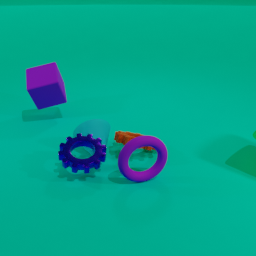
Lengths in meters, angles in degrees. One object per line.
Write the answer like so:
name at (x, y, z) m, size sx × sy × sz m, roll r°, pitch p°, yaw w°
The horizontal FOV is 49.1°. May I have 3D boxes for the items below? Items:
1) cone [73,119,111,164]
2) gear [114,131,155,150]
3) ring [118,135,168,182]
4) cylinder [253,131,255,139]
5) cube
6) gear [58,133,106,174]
cone at (-0.786, 0.478, 7.053) m, size 1.010 × 1.010 × 1.013 m, roll -9°, pitch 54°, yaw -18°
gear at (0.245, 0.313, 7.126) m, size 1.169 × 0.216 × 1.169 m, roll 11°, pitch 6°, yaw -1°
ring at (0.321, 0.666, 5.955) m, size 1.112 × 1.112 × 0.222 m, roll -8°, pitch 27°, yaw -15°
cylinder at (3.707, 0.209, 6.045) m, size 1.361 × 1.361 × 1.361 m, roll -23°, pitch 65°, yaw -38°
cube at (-2.523, -1.302, 8.695) m, size 0.946 × 0.946 × 0.946 m, roll -15°, pitch 54°, yaw -3°
gear at (-1.016, 0.547, 6.283) m, size 1.054 × 0.195 × 1.054 m, roll 4°, pitch 42°, yaw -4°
